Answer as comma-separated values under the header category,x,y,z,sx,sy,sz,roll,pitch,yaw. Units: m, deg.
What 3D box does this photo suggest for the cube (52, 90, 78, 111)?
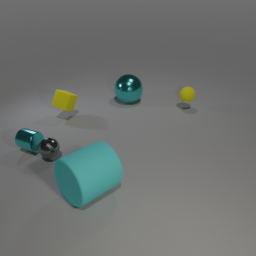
category,x,y,z,sx,sy,sz,roll,pitch,yaw
cube,-2.685,-1.173,11.909,0.700,0.700,0.700,22,10,14

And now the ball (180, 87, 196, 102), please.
category,x,y,z,sx,sy,sz,roll,pitch,yaw
ball,2.717,-1.525,12.762,0.700,0.700,0.700,0,29,0

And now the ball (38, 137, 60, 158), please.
category,x,y,z,sx,sy,sz,roll,pitch,yaw
ball,-2.649,0.667,9.411,0.700,0.700,0.700,0,29,0

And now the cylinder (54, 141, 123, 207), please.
category,x,y,z,sx,sy,sz,roll,pitch,yaw
cylinder,-1.104,1.254,7.833,1.400,1.400,1.400,-24,37,-38

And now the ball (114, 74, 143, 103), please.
category,x,y,z,sx,sy,sz,roll,pitch,yaw
ball,0.029,-1.900,13.585,1.400,1.400,1.400,0,29,0

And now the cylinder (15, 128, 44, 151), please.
category,x,y,z,sx,sy,sz,roll,pitch,yaw
cylinder,-3.444,0.407,9.814,0.700,0.700,0.700,13,32,24
